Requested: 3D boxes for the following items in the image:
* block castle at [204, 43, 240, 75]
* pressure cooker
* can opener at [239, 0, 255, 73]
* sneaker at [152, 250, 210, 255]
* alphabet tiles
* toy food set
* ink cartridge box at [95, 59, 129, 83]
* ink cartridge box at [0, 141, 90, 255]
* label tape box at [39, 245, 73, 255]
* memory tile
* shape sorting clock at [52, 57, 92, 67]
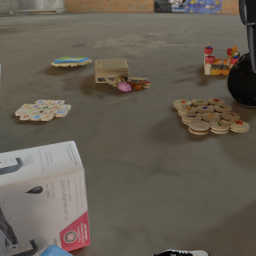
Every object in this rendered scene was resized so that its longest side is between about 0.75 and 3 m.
[{"bbox_3d":[4.651,-3.496,13.966,1.679,1.179,2.513,6,28,11],"label":"block castle"},{"bbox_3d":[4.766,-1.812,10.019,2.088,1.865,1.836,-24,55,-39],"label":"pressure cooker"},{"bbox_3d":[2.276,-1.708,5.001,0.592,1.505,0.477,-17,21,0],"label":"can opener"},{"bbox_3d":[0.776,1.983,4.119,1.017,0.407,0.375,-7,26,-16],"label":"sneaker"},{"bbox_3d":[-2.843,-0.605,9.474,1.688,0.123,1.650,2,26,3],"label":"alphabet tiles"},{"bbox_3d":[0.086,-1.811,11.690,2.012,0.317,1.279,-1,26,-19],"label":"toy food set"},{"bbox_3d":[-0.751,-2.634,12.819,1.491,0.680,1.810,-3,27,-3],"label":"ink cartridge box"},{"bbox_3d":[-1.766,1.233,4.242,2.199,1.601,0.932,-9,28,-17],"label":"ink cartridge box"},{"bbox_3d":[-0.269,2.599,2.290,2.983,0.944,2.151,16,31,28],"label":"label tape box"},{"bbox_3d":[2.599,-0.465,9.111,1.885,0.206,2.459,-3,28,-5],"label":"memory tile"},{"bbox_3d":[-2.931,-3.434,14.672,2.087,0.409,2.087,1,21,0],"label":"shape sorting clock"}]
